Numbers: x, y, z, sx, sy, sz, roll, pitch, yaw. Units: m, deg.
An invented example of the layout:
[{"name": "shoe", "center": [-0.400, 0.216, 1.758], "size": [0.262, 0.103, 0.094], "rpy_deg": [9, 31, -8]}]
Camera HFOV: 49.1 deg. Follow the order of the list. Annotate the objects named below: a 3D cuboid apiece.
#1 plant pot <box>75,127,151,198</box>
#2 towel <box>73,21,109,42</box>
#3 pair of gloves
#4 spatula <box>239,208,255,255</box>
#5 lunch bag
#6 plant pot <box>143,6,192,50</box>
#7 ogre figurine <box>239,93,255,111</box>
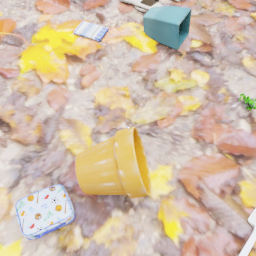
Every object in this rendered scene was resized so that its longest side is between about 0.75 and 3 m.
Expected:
[{"name": "plant pot", "center": [-0.432, 1.092, 7.839], "size": [1.751, 1.912, 1.912], "rpy_deg": [-14, 56, 10]}, {"name": "towel", "center": [-1.609, -4.218, 12.205], "size": [1.315, 0.156, 0.966], "rpy_deg": [20, 57, 10]}, {"name": "pair of gloves", "center": [1.252, -6.429, 13.483], "size": [2.196, 0.453, 2.582], "rpy_deg": [38, 63, 22]}, {"name": "spatula", "center": [3.708, 3.380, 7.202], "size": [1.903, 0.220, 2.737], "rpy_deg": [38, 65, 16]}, {"name": "lunch bag", "center": [-2.272, 2.318, 7.659], "size": [1.505, 0.569, 1.206], "rpy_deg": [-22, 61, -15]}, {"name": "plant pot", "center": [1.558, -4.311, 11.669], "size": [1.722, 1.217, 1.216], "rpy_deg": [23, 60, 20]}, {"name": "ogre figurine", "center": [4.233, -0.888, 9.702], "size": [0.552, 0.921, 0.452], "rpy_deg": [35, 89, -14]}]
